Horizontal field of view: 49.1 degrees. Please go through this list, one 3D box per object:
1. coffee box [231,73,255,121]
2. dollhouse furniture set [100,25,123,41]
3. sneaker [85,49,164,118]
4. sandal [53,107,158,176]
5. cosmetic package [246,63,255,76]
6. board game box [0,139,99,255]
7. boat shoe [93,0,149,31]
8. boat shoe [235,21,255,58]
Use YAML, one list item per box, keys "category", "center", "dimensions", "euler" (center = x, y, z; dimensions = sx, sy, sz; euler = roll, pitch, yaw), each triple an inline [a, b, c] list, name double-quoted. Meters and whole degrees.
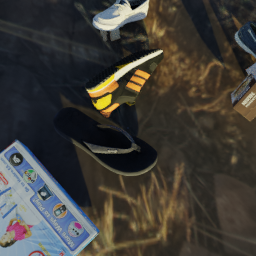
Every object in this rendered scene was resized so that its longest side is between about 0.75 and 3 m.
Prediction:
- category: "coffee box"
  center: [3.013, -0.801, 6.880]
  dimensions: [0.545, 1.365, 0.771]
  euler: [38, 116, 2]
- category: "dollhouse furniture set"
  center: [-0.565, -3.019, 8.303]
  dimensions: [0.759, 0.434, 0.889]
  euler: [-20, 53, -10]
- category: "sneaker"
  center: [0.058, -1.246, 7.593]
  dimensions: [2.520, 0.881, 1.134]
  euler: [-36, 119, -26]
- category: "sandal"
  center: [-0.614, 0.310, 7.045]
  dimensions: [2.865, 0.613, 1.089]
  euler: [24, 58, 6]
- category: "cosmetic package"
  center: [3.683, -1.567, 7.470]
  dimensions: [0.399, 0.984, 0.555]
  euler: [-18, 81, -14]
- category: "board game box"
  center: [-2.704, 2.333, 6.441]
  dimensions: [2.900, 0.828, 2.961]
  euler: [-41, 79, -13]
- category: "boat shoe"
  center: [-0.148, -3.244, 7.754]
  dimensions: [1.878, 0.617, 0.676]
  euler: [-25, 64, -27]
- category: "boat shoe"
  center: [3.930, -2.196, 7.735]
  dimensions: [2.000, 0.618, 0.749]
  euler: [39, 64, -1]
